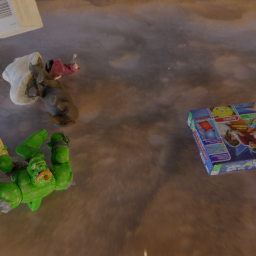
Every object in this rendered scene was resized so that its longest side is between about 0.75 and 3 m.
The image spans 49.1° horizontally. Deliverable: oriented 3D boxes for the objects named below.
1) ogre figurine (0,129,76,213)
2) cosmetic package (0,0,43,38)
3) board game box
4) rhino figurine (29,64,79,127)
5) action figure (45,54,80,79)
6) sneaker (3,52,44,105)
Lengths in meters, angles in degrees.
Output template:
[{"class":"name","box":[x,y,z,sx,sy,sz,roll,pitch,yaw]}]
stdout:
[{"class":"ogre figurine","box":[-2.480,1.001,6.873,1.416,2.886,1.730,-47,67,19]},{"class":"cosmetic package","box":[-3.157,-3.012,7.053,1.254,1.252,1.519,-13,18,9]},{"class":"board game box","box":[3.467,0.189,8.112,2.991,0.515,2.025,-7,50,-5]},{"class":"rhino figurine","box":[-2.408,-1.102,8.802,0.852,1.246,2.850,-43,55,13]},{"class":"action figure","box":[-2.253,-2.071,9.923,1.315,0.979,0.881,-7,1,-39]},{"class":"sneaker","box":[-3.655,-1.606,9.466,1.257,0.986,2.530,-6,41,3]}]
